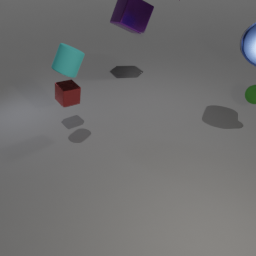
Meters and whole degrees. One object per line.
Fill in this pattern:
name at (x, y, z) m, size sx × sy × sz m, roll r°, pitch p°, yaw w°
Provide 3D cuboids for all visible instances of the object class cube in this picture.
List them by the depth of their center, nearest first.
cube at (-2.212, -1.271, 10.268) m, size 0.700 × 0.700 × 0.700 m, roll -19°, pitch 45°, yaw -35°
cube at (0.165, -5.563, 13.751) m, size 1.400 × 1.400 × 1.400 m, roll 15°, pitch 14°, yaw -29°

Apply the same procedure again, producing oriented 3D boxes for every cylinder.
cylinder at (-1.625, -1.828, 7.582) m, size 0.700 × 0.700 × 0.700 m, roll 24°, pitch 15°, yaw -7°
cylinder at (4.307, -2.678, 8.836) m, size 1.400 × 1.400 × 1.400 m, roll 10°, pitch 20°, yaw 17°

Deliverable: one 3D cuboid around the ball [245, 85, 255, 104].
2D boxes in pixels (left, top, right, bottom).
ball at (4.580, -1.205, 10.080) m, size 0.700 × 0.700 × 0.700 m, roll 0°, pitch 31°, yaw 0°
